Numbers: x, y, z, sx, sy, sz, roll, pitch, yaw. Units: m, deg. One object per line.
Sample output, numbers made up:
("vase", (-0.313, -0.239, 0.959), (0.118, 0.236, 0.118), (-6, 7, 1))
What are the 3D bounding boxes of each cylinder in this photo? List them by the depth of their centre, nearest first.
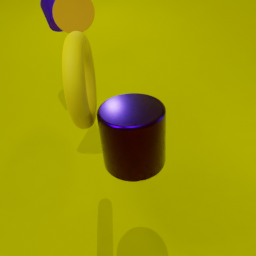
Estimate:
("cylinder", (0.088, 0.149, 5.025), (1.169, 1.169, 1.169), (-3, 35, 2))
("cylinder", (-2.107, -3.481, 8.417), (0.823, 0.823, 0.823), (-21, 76, -16))

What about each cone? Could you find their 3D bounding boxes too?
("cone", (-1.311, -2.823, 7.173), (1.003, 1.003, 1.007), (-2, 7, -1))

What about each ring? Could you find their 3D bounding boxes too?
("ring", (-0.841, -0.845, 5.094), (0.349, 1.744, 1.744), (-4, 51, 1))
